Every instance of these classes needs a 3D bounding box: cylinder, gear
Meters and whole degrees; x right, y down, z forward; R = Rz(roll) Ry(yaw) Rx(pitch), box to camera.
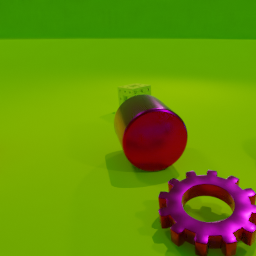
[{"bbox_3d":[0.421,0.053,5.901,1.297,1.297,1.297,-3,19,-10],"label":"cylinder"},{"bbox_3d":[1.106,1.115,3.901,1.350,0.250,1.350,-7,30,4],"label":"gear"}]

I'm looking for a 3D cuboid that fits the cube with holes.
[{"bbox_3d":[0.232,-1.036,9.589,0.813,0.813,0.813,-17,22,-35],"label":"cube with holes"}]
